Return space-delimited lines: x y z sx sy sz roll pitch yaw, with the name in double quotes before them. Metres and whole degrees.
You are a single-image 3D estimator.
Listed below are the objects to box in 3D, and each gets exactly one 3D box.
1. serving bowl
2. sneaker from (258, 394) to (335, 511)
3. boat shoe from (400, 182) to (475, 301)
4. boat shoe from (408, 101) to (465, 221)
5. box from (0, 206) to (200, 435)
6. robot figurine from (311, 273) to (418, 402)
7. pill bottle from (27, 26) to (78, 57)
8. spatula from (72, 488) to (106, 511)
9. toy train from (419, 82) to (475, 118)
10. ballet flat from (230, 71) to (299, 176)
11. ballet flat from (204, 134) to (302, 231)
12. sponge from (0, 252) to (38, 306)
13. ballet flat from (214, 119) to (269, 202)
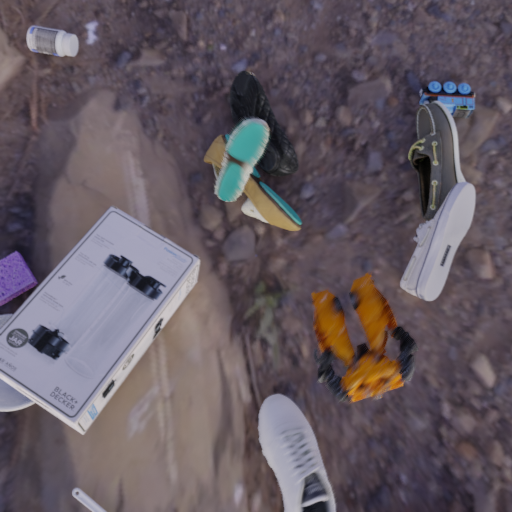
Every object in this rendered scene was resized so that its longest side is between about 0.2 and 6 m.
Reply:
"serving bowl" -3.858 1.706 8.782 1.526 0.502 1.526 10 61 -19
"sneaker" 0.650 3.004 8.017 0.861 0.908 2.255 -13 61 -13
"boat shoe" 2.976 -0.298 9.364 0.717 0.728 2.053 23 95 47
"boat shoe" 3.183 -1.727 10.091 0.715 0.855 2.393 -3 72 -7
"box" -2.437 0.914 8.703 1.801 0.928 3.088 30 63 8
"robot figurine" 1.422 1.150 7.665 1.349 0.542 1.860 -20 47 10
"pill bottle" -4.105 -4.325 11.328 0.891 0.507 0.507 12 68 5
"spatula" -2.233 4.295 8.071 1.809 0.145 1.258 33 77 13
"toy train" 3.699 -3.011 10.841 1.057 0.458 0.604 4 74 2
"ballet flat" 0.092 -2.492 10.629 0.685 0.802 2.412 4 59 -47
"ballet flat" -0.106 -1.161 10.043 0.741 0.807 2.350 -43 69 14
"sponge" -4.459 0.518 9.545 1.250 0.186 0.698 -32 71 -12
"ballet flat" -0.266 -1.610 9.090 0.582 1.622 0.582 19 38 -16
